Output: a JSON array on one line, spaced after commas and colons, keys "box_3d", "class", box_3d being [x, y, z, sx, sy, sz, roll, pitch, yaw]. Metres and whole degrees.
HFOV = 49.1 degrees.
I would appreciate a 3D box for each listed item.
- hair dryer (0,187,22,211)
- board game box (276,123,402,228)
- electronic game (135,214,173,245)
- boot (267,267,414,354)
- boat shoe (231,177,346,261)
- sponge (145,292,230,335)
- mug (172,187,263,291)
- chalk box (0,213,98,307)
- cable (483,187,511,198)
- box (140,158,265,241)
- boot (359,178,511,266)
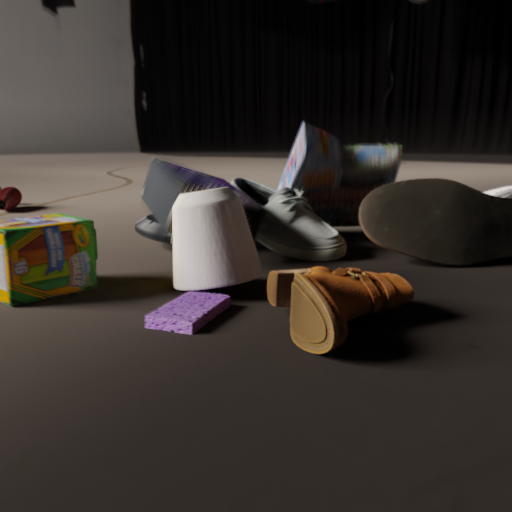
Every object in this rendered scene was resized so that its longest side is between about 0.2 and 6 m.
[{"box_3d": [-6.824, -1.341, 14.395, 2.049, 0.557, 1.561, 4, 29, 41], "class": "hair dryer"}, {"box_3d": [1.404, -1.330, 10.123, 2.342, 0.722, 2.341, -2, -32, 1], "class": "board game box"}, {"box_3d": [-1.196, -0.424, 10.093, 1.952, 0.406, 1.952, 8, 11, -2], "class": "electronic game"}, {"box_3d": [0.992, 0.509, 5.809, 1.418, 0.700, 1.826, 1, 5, -13], "class": "boot"}, {"box_3d": [0.412, -0.701, 9.483, 0.915, 0.934, 2.624, -23, 36, -39], "class": "boat shoe"}, {"box_3d": [-0.730, 0.611, 6.202, 0.561, 0.150, 1.006, 4, 13, 20], "class": "sponge"}, {"box_3d": [-0.690, -0.237, 7.192, 1.436, 1.179, 1.150, -5, 8, 28], "class": "mug"}, {"box_3d": [-2.658, -0.022, 7.211, 0.926, 0.932, 1.494, 12, 18, 42], "class": "chalk box"}, {"box_3d": [4.301, -0.883, 10.872, 1.620, 0.561, 1.620, -18, 4, 12], "class": "cable"}, {"box_3d": [-0.936, -0.860, 9.090, 1.420, 0.794, 2.013, 11, 16, -27], "class": "box"}, {"box_3d": [3.343, -0.435, 9.087, 3.650, 1.344, 1.377, 3, -6, -7], "class": "boot"}]
